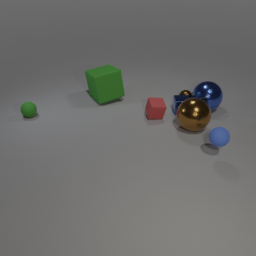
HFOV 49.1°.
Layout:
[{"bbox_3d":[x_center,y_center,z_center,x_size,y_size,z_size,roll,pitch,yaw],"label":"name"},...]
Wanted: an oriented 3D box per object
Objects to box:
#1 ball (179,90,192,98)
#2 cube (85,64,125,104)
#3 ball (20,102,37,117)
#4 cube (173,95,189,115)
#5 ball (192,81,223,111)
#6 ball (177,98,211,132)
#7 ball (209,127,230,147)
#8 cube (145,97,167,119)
[{"bbox_3d":[2.847,-1.536,13.840,0.700,0.700,0.700,0,31,0],"label":"ball"},{"bbox_3d":[-1.159,-2.226,14.014,1.400,1.400,1.400,-21,31,-20],"label":"cube"},{"bbox_3d":[-4.479,-0.842,12.634,0.700,0.700,0.700,0,31,0],"label":"ball"},{"bbox_3d":[2.494,-1.080,13.050,0.700,0.700,0.700,-1,32,0],"label":"cube"},{"bbox_3d":[3.684,-1.477,13.036,1.400,1.400,1.400,0,31,0],"label":"ball"},{"bbox_3d":[2.711,-0.548,11.546,1.400,1.400,1.400,0,31,0],"label":"ball"},{"bbox_3d":[3.201,0.311,9.808,0.700,0.700,0.700,0,31,0],"label":"ball"},{"bbox_3d":[1.233,-0.883,12.532,0.700,0.700,0.700,0,44,-15],"label":"cube"}]
